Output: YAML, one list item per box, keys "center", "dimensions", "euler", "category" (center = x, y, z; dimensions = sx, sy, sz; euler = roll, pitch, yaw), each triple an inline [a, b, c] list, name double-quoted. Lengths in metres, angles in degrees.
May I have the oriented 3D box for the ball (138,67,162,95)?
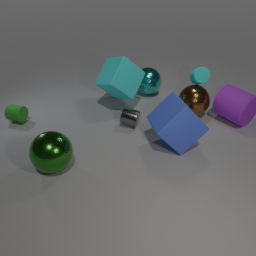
- center: [1.023, -2.411, 14.396]
  dimensions: [1.400, 1.400, 1.400]
  euler: [0, 32, 0]
  category: "ball"

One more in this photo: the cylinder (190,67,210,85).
- center: [3.108, -2.251, 12.111]
  dimensions: [0.700, 0.700, 0.700]
  euler: [-2, 4, -3]
  category: "cylinder"

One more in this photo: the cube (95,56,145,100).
- center: [-0.360, -2.233, 12.661]
  dimensions: [1.400, 1.400, 1.400]
  euler: [30, -10, -36]
  category: "cube"

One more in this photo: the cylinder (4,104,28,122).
- center: [-4.770, -0.642, 11.993]
  dimensions: [0.700, 0.700, 0.700]
  euler: [10, 33, 16]
  category: "cylinder"

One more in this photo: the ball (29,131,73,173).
- center: [-2.533, 0.791, 9.255]
  dimensions: [1.400, 1.400, 1.400]
  euler: [0, 32, 0]
  category: "ball"

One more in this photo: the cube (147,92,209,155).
- center: [1.777, -0.185, 10.237]
  dimensions: [1.400, 1.400, 1.400]
  euler: [-44, 29, 11]
  category: "cube"

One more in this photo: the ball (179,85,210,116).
- center: [2.941, -1.226, 12.488]
  dimensions: [1.400, 1.400, 1.400]
  euler: [0, 32, 0]
  category: "ball"

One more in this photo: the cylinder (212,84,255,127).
- center: [4.621, -0.981, 12.015]
  dimensions: [1.400, 1.400, 1.400]
  euler: [-23, 42, -32]
  category: "cylinder"

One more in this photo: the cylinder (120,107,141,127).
- center: [0.095, -0.465, 11.739]
  dimensions: [0.700, 0.700, 0.700]
  euler: [18, 35, 9]
  category: "cylinder"
